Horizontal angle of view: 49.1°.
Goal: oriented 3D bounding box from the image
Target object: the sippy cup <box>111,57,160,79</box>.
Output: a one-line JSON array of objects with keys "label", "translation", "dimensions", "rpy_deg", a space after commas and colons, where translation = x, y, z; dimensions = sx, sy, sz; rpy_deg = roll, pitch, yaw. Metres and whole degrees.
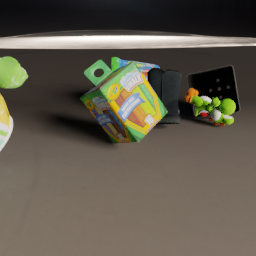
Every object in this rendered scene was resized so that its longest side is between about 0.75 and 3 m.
[{"label": "sippy cup", "translation": [0.269, -1.565, 9.826], "dimensions": [1.709, 1.831, 2.332], "rpy_deg": [-1, 67, -4]}]

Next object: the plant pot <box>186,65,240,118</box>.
[{"label": "plant pot", "translation": [2.919, -1.222, 9.245], "dimensions": [1.443, 1.447, 1.283], "rpy_deg": [-8, 8, 29]}]

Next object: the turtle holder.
[{"label": "turtle holder", "translation": [-3.459, -0.401, 5.866], "dimensions": [1.949, 2.745, 2.086], "rpy_deg": [33, -9, -39]}]

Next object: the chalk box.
[{"label": "chalk box", "translation": [-0.228, -0.736, 6.774], "dimensions": [1.217, 1.949, 1.208], "rpy_deg": [-45, 19, -26]}]

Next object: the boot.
[{"label": "boot", "translation": [0.618, -0.906, 8.210], "dimensions": [1.906, 1.602, 0.728], "rpy_deg": [-1, -6, 12]}]

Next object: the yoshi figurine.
[{"label": "yoshi figurine", "translation": [2.548, -0.742, 8.398], "dimensions": [1.569, 0.879, 0.882], "rpy_deg": [36, 65, 22]}]
